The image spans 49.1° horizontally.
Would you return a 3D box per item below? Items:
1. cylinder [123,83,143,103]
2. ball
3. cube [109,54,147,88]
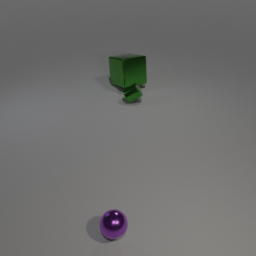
[{"bbox_3d":[0.227,-1.627,12.977,0.700,0.700,0.700,-28,30,16],"label":"cylinder"},{"bbox_3d":[-0.353,2.374,6.927,0.700,0.700,0.700,0,34,0],"label":"ball"},{"bbox_3d":[-0.011,-2.943,14.243,1.400,1.400,1.400,-16,26,-28],"label":"cube"}]
